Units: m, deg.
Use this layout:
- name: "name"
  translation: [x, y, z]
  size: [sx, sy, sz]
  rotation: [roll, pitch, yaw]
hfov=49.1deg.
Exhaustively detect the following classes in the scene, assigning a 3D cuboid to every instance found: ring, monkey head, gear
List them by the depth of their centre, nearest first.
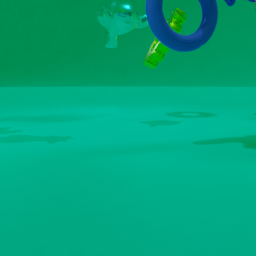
- name: "ring"
  translation: [0.905, -1.928, 4.601]
  size: [1.331, 1.331, 0.266]
  rotation: [-4, 5, -21]
- name: "monkey head"
  translation: [-0.206, -2.566, 6.941]
  size: [0.968, 1.156, 1.606]
  rotation: [18, 22, 41]
- name: "gear"
  translation: [1.172, -2.890, 9.151]
  size: [0.368, 1.991, 1.991]
  rotation: [29, 5, -10]

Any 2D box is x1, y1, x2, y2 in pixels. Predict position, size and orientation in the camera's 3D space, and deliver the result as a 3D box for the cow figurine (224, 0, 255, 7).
- name: "cow figurine"
  translation: [3.475, -4.238, 8.556]
  size: [1.099, 1.117, 0.613]
  rotation: [25, 37, 5]
